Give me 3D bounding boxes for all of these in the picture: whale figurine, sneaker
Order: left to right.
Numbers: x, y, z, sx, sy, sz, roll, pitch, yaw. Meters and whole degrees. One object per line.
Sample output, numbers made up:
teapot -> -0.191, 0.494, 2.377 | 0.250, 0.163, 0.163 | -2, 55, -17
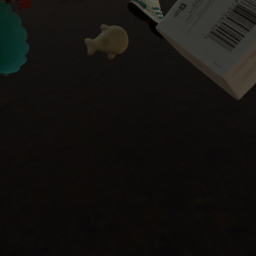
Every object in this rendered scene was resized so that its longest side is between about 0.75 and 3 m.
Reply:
whale figurine -> -0.732, -2.885, 9.454 | 1.450, 1.153, 0.752 | -18, 19, -9
sneaker -> 0.909, -3.723, 9.081 | 1.905, 0.891, 0.671 | 31, -8, -27

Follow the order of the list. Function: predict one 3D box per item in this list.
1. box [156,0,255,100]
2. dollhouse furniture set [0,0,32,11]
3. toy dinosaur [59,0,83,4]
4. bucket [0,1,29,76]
box -> 2.539, -2.460, 6.954 | 2.377, 2.365, 2.036 | 49, 17, 30
dollhouse furniture set -> -2.866, -2.940, 6.386 | 0.592, 0.447, 1.100 | 34, 50, 27
toy dinosaur -> -1.933, -4.458, 8.460 | 2.208, 1.116, 0.643 | 2, -6, -43
bucket -> -3.644, -2.217, 7.087 | 1.271, 1.953, 1.953 | -6, 28, 27
